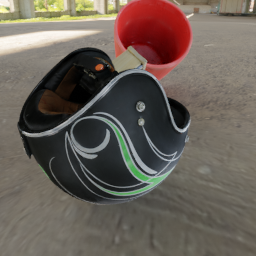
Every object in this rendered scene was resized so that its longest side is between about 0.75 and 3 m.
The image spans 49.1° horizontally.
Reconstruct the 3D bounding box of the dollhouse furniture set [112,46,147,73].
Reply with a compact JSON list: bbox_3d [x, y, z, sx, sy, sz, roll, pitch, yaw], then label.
[{"bbox_3d":[0.206,-1.026,8.369,1.404,1.396,1.992,-42,78,-19],"label":"dollhouse furniture set"}]

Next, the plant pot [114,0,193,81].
[{"bbox_3d":[0.751,-3.070,11.024,2.939,2.939,2.601,-5,-16,-10],"label":"plant pot"}]

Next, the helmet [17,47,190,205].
[{"bbox_3d":[-0.280,0.060,5.159,2.736,2.608,2.736,-22,41,21],"label":"helmet"}]
